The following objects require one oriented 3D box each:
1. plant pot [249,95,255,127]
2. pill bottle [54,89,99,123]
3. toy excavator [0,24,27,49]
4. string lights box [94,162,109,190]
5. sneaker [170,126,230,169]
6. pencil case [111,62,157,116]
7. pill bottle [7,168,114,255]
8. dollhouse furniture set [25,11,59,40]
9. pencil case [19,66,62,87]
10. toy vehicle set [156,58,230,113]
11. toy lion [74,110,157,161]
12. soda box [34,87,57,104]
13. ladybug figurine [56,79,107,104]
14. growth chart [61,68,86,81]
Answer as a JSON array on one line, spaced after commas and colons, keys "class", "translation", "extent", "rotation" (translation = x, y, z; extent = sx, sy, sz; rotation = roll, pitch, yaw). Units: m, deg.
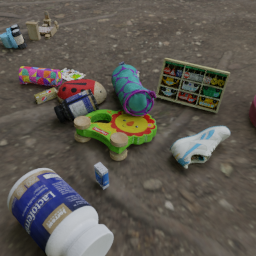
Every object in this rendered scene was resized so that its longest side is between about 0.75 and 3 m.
[{"class": "plant pot", "translation": [6.120, -1.130, 10.176], "extent": [2.675, 2.394, 2.675], "rotation": [0, 44, 0]}, {"class": "pill bottle", "translation": [-1.993, -0.819, 10.816], "extent": [1.579, 0.883, 0.883], "rotation": [-24, 47, -4]}, {"class": "toy excavator", "translation": [-6.729, -4.896, 15.308], "extent": [1.930, 0.964, 1.877], "rotation": [-22, 46, -10]}, {"class": "string lights box", "translation": [-0.804, 1.471, 8.580], "extent": [0.237, 0.805, 0.414], "rotation": [-30, 51, -28]}, {"class": "sneaker", "translation": [2.581, 0.644, 9.530], "extent": [2.263, 0.866, 0.914], "rotation": [-21, 60, -15]}, {"class": "pencil case", "translation": [0.136, -1.591, 11.191], "extent": [1.298, 1.195, 2.809], "rotation": [-27, 36, 4]}, {"class": "pill bottle", "translation": [-1.727, 2.327, 7.144], "extent": [2.660, 1.539, 1.539], "rotation": [32, 52, 30]}, {"class": "dollhouse furniture set", "translation": [-4.876, -6.062, 16.401], "extent": [1.130, 0.965, 2.179], "rotation": [8, 44, 9]}, {"class": "pencil case", "translation": [-3.943, -2.304, 12.607], "extent": [1.886, 0.833, 0.833], "rotation": [5, 44, 8]}, {"class": "toy vehicle set", "translation": [2.552, -1.739, 11.317], "extent": [2.624, 1.630, 0.348], "rotation": [17, 23, 16]}, {"class": "toy lion", "translation": [-0.331, -0.051, 10.293], "extent": [2.540, 0.872, 2.435], "rotation": [23, 41, 23]}, {"class": "soda box", "translation": [-3.475, -1.375, 11.927], "extent": [0.954, 0.323, 0.305], "rotation": [-25, 49, -24]}, {"class": "ladybug figurine", "translation": [-1.977, -1.537, 11.759], "extent": [2.138, 0.769, 1.451], "rotation": [-2, 45, -2]}, {"class": "growth chart", "translation": [-2.735, -2.516, 13.290], "extent": [1.287, 0.114, 0.932], "rotation": [23, 47, 22]}]
